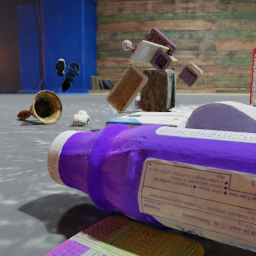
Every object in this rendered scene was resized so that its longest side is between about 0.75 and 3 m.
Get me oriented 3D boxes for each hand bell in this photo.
[{"bbox_3d":[-3.411,-0.586,9.980,2.163,1.126,1.126,-8,1,43],"label":"hand bell"}]

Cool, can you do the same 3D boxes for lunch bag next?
[{"bbox_3d":[1.616,-1.884,13.729,1.504,2.158,1.810,5,11,29],"label":"lunch bag"}]

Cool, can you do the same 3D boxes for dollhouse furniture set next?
[{"bbox_3d":[0.233,-1.045,6.900,1.874,2.365,1.678,48,30,18],"label":"dollhouse furniture set"}]

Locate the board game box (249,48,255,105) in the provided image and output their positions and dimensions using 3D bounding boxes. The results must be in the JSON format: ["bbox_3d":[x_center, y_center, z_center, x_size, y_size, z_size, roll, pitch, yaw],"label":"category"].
[{"bbox_3d":[2.772,-0.386,4.573,0.444,1.917,1.452,-7,10,-39],"label":"board game box"}]

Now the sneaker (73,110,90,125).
[{"bbox_3d":[-1.478,-0.293,9.265,0.473,0.415,1.181,8,15,0],"label":"sneaker"}]

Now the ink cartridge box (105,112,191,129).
[{"bbox_3d":[0.478,0.125,5.190,1.225,0.714,1.695,3,9,20],"label":"ink cartridge box"}]

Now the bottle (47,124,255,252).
[{"bbox_3d":[0.422,0.428,2.418,2.606,0.851,1.088,5,-11,31],"label":"bottle"}]

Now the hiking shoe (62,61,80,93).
[{"bbox_3d":[-2.096,-1.857,10.298,0.451,1.212,0.526,20,32,-17],"label":"hiking shoe"}]

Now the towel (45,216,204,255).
[{"bbox_3d":[-0.109,0.931,1.833,0.881,0.140,1.227,7,12,34],"label":"towel"}]

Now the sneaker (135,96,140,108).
[{"bbox_3d":[1.234,-1.449,15.875,0.849,0.772,1.919,14,19,34],"label":"sneaker"}]

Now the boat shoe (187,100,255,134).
[{"bbox_3d":[2.024,0.252,3.188,1.246,1.079,2.922,-5,12,-29],"label":"boat shoe"}]

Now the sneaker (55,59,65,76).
[{"bbox_3d":[-2.402,-2.205,9.978,0.345,0.351,0.912,11,-22,-14],"label":"sneaker"}]
